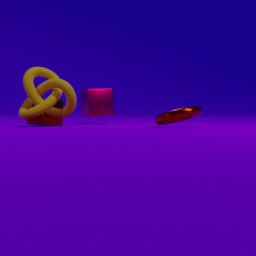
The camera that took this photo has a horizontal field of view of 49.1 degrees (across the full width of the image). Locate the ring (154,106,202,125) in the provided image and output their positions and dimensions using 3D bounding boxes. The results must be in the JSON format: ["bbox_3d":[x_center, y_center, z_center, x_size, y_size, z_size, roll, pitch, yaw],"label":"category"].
[{"bbox_3d":[1.542,-0.372,8.609,1.484,0.297,1.484,-13,-5,-1],"label":"ring"}]

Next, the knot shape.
[{"bbox_3d":[-2.815,-0.965,9.191,1.978,1.851,0.914,44,-10,15],"label":"knot shape"}]

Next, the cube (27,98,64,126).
[{"bbox_3d":[-2.985,-0.568,10.109,0.919,0.919,0.919,2,0,34],"label":"cube"}]

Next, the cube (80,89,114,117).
[{"bbox_3d":[-1.409,-1.121,12.664,1.200,1.200,1.200,-4,4,-24],"label":"cube"}]
